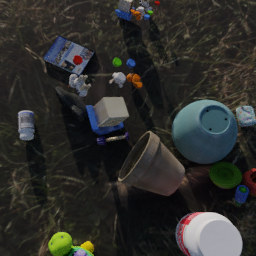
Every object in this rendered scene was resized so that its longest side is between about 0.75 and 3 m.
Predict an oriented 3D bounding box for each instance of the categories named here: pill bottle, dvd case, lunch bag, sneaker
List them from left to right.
[{"bbox_3d":[-4.026,-0.093,11.105,0.607,0.607,1.066,-7,73,-2],"label":"pill bottle"},{"bbox_3d":[-2.554,-3.175,12.296,1.907,0.167,1.360,26,74,8],"label":"dvd case"},{"bbox_3d":[-2.241,-1.098,11.475,1.778,0.675,0.807,44,68,5],"label":"sneaker"},{"bbox_3d":[2.486,3.477,8.841,1.571,2.798,1.571,0,73,0],"label":"pill bottle"},{"bbox_3d":[4.812,-0.504,11.379,0.682,0.328,0.850,-6,73,-2],"label":"lunch bag"}]

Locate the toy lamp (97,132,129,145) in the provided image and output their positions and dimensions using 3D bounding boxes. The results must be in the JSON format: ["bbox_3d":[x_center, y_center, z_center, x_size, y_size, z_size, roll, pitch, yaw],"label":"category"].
[{"bbox_3d":[-0.590,0.426,11.062,1.253,0.365,0.365,-10,73,-2],"label":"toy lamp"}]

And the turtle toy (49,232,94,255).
[{"bbox_3d":[-1.861,4.575,9.360,1.673,1.161,2.296,-31,75,-9],"label":"turtle toy"}]

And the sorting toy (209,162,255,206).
[{"bbox_3d":[4.115,2.133,10.326,2.285,0.938,1.373,8,44,13],"label":"sorting toy"}]

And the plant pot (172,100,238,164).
[{"bbox_3d":[3.027,-0.048,10.531,2.510,1.690,2.510,0,72,0],"label":"plant pot"}]

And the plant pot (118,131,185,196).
[{"bbox_3d":[0.951,1.464,10.047,1.814,2.091,2.091,34,75,-7],"label":"plant pot"}]

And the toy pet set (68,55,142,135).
[{"bbox_3d":[-0.905,-1.264,11.187,2.914,1.547,2.721,-6,72,-38],"label":"toy pet set"}]

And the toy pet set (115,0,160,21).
[{"bbox_3d":[0.319,-5.089,12.456,1.683,0.957,1.802,23,47,7],"label":"toy pet set"}]
